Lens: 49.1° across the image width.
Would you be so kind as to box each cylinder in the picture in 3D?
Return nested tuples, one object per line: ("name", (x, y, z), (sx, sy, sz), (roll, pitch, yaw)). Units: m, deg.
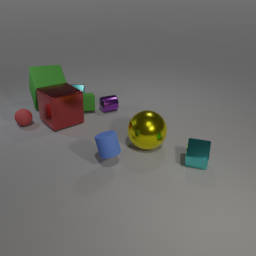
("cylinder", (-0.869, -1.119, 12.742), (0.700, 0.700, 0.700), (-12, 31, -21))
("cylinder", (-0.635, 0.517, 8.854), (0.700, 0.700, 0.700), (-14, 15, 4))

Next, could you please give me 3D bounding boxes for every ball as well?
("ball", (-4.287, -0.446, 11.500), (0.700, 0.700, 0.700), (0, 29, 0))
("ball", (0.678, 0.069, 9.873), (1.400, 1.400, 1.400), (0, 29, 0))

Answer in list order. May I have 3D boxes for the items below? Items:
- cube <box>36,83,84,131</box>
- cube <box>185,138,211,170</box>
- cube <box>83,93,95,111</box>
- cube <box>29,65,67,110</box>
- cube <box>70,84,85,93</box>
("cube", (-2.782, -0.930, 11.579), (1.400, 1.400, 1.400), (-18, 33, -35))
("cube", (2.231, 0.826, 8.960), (0.700, 0.700, 0.700), (9, 59, 15))
("cube", (-1.883, -1.185, 12.700), (0.700, 0.700, 0.700), (-4, 17, -13))
("cube", (-3.669, -1.873, 12.823), (1.400, 1.400, 1.400), (-10, 59, -25))
("cube", (-2.440, -1.635, 13.380), (0.700, 0.700, 0.700), (2, -9, -2))
